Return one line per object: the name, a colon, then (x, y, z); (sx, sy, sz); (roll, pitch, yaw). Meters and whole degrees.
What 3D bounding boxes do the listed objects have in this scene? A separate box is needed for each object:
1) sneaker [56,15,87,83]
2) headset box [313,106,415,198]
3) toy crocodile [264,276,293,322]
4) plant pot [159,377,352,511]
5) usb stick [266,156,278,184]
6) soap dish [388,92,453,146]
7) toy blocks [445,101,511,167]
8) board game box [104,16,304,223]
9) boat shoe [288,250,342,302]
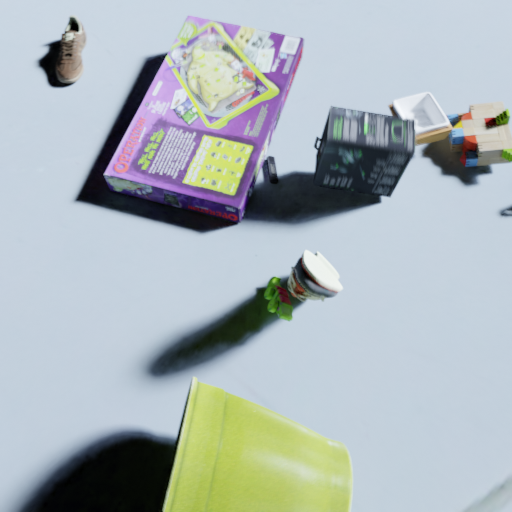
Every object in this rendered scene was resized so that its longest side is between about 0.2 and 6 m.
sneaker: (-4.735, -5.229, 14.122); (0.694, 0.744, 1.971); (-3, 58, -2)
headset box: (2.091, -2.085, 11.408); (1.839, 1.601, 0.853); (8, 62, 0)
toy crocodile: (0.446, 0.801, 10.325); (0.424, 0.388, 1.256); (24, 18, -17)
plant pot: (-0.023, 3.272, 8.065); (2.465, 2.560, 2.560); (13, 58, -5)
usb stick: (0.359, -1.914, 12.432); (0.210, 0.123, 0.756); (6, 56, -19)
soap dish: (3.641, -3.026, 12.521); (1.011, 0.522, 1.285); (-15, 53, 1)
toy blocks: (4.944, -2.723, 12.594); (1.309, 0.957, 1.915); (-4, 57, 11)
board game box: (-1.009, -3.315, 12.772); (3.057, 0.823, 5.094); (17, 64, 5)
boat shoe: (0.935, 0.428, 9.687); (0.782, 2.499, 0.889); (-41, 87, 9)
